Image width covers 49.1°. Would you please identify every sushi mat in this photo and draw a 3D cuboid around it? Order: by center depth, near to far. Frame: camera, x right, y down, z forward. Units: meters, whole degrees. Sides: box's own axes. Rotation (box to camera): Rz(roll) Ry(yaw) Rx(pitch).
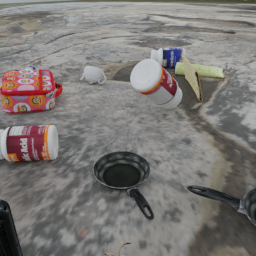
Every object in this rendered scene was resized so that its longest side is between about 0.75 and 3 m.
[{"bbox_3d":[2.555,-2.097,11.296,0.159,1.258,2.629,-13,28,6],"label":"sushi mat"}]

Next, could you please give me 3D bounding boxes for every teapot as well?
[{"bbox_3d":[-1.503,-2.251,12.172,0.911,0.674,0.923,14,-3,-26],"label":"teapot"}]

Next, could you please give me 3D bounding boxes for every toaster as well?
[{"bbox_3d":[-2.599,1.738,3.684,1.300,2.191,1.981,29,42,33],"label":"toaster"}]

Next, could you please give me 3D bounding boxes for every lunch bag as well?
[{"bbox_3d":[-3.544,-1.440,10.492,2.151,1.001,2.442,-4,30,-17],"label":"lunch bag"}]

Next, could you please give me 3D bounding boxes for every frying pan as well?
[{"bbox_3d":[2.551,1.720,5.475,2.538,0.413,1.535,-2,29,0],"label":"frying pan"},{"bbox_3d":[0.154,1.196,6.432,1.365,0.367,2.256,-26,40,-36],"label":"frying pan"}]

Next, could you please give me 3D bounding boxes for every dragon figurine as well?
[{"bbox_3d":[-0.221,2.351,4.370,0.392,0.662,1.331,3,11,8],"label":"dragon figurine"}]

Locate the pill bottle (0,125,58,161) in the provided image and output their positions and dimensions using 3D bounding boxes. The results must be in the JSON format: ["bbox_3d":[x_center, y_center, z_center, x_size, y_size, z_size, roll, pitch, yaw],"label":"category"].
[{"bbox_3d":[-2.678,0.401,7.256,1.589,0.907,0.907,-2,30,-4],"label":"pill bottle"}]

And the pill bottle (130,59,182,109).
[{"bbox_3d":[1.016,-1.383,9.316,1.077,1.077,1.967,26,0,38],"label":"pill bottle"}]

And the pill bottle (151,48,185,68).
[{"bbox_3d":[1.990,-3.515,14.041,1.646,0.953,0.953,0,30,2],"label":"pill bottle"}]

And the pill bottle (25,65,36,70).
[{"bbox_3d":[-4.474,-2.506,12.740,0.491,0.491,0.884,-4,30,-6],"label":"pill bottle"}]

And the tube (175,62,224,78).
[{"bbox_3d":[3.329,-2.677,13.088,2.181,0.633,0.566,6,-6,4],"label":"tube"}]
